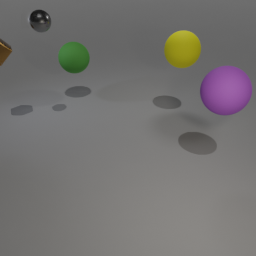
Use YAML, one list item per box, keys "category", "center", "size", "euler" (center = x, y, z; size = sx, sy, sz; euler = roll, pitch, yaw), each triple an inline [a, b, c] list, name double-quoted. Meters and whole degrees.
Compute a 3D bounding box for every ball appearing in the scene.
- category: "ball"
  center: [2.104, -3.029, 10.831]
  size: [1.400, 1.400, 1.400]
  euler: [0, 30, 0]
- category: "ball"
  center: [-2.445, -3.187, 12.707]
  size: [1.400, 1.400, 1.400]
  euler: [0, 30, 0]
- category: "ball"
  center: [-2.865, -3.488, 9.147]
  size: [0.700, 0.700, 0.700]
  euler: [0, 30, 0]
- category: "ball"
  center: [2.774, -1.059, 7.981]
  size: [1.400, 1.400, 1.400]
  euler: [0, 30, 0]

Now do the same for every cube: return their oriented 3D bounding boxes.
- category: "cube"
  center: [-4.595, -2.741, 9.836]
  size: [0.700, 0.700, 0.700]
  euler: [35, 9, -38]
